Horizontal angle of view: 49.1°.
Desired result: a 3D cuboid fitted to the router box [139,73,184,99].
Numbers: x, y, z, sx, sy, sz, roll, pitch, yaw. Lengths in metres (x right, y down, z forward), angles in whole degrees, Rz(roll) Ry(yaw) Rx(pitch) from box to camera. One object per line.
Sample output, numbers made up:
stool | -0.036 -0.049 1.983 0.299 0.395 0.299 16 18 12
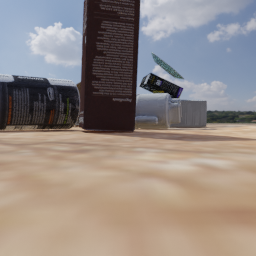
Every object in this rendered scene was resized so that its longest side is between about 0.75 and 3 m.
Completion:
router box | 1.205 -1.536 10.579 1.315 0.437 1.673 24 1 -8

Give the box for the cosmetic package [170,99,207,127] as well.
cosmetic package | 1.476 -0.532 10.048 2.378 1.072 1.270 -3 5 -11

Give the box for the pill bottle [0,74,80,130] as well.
pill bottle | -2.282 -0.543 6.086 2.238 1.189 1.189 -1 1 -35

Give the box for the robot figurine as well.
robot figurine | 0.593 -0.446 7.467 1.653 0.933 1.402 -1 23 16

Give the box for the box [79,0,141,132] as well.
box | -0.402 -1.276 5.352 0.998 2.663 1.333 0 1 -13

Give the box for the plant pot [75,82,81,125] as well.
plant pot | -1.187 -0.700 10.553 1.653 1.653 1.765 1 -13 28

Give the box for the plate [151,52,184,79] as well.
plate | 1.177 -1.857 8.605 1.315 0.168 1.315 37 13 -10
